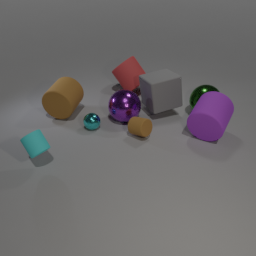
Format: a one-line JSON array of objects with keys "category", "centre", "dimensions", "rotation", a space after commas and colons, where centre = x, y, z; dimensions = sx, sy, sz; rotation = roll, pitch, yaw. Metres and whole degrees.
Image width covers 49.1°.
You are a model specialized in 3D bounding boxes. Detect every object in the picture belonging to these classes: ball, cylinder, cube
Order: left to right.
[{"category": "cylinder", "centre": [-2.981, 0.509, 9.032], "dimensions": [0.700, 0.700, 0.700], "rotation": [-31, 2, 1]}, {"category": "cylinder", "centre": [-2.834, -1.331, 12.304], "dimensions": [1.400, 1.400, 1.400], "rotation": [7, 37, 12]}, {"category": "ball", "centre": [-1.472, -0.272, 11.441], "dimensions": [0.700, 0.700, 0.700], "rotation": [0, 30, 0]}, {"category": "ball", "centre": [-0.142, -0.939, 11.909], "dimensions": [1.400, 1.400, 1.400], "rotation": [0, 30, 0]}, {"category": "cylinder", "centre": [0.117, -2.742, 14.467], "dimensions": [1.400, 1.400, 1.400], "rotation": [-35, 8, 5]}, {"category": "cylinder", "centre": [0.465, -0.054, 10.798], "dimensions": [0.700, 0.700, 0.700], "rotation": [13, 30, 42]}, {"category": "cube", "centre": [1.432, -1.644, 12.337], "dimensions": [1.400, 1.400, 1.400], "rotation": [-17, 30, -14]}, {"category": "ball", "centre": [3.419, -1.211, 12.350], "dimensions": [1.400, 1.400, 1.400], "rotation": [0, 30, 0]}, {"category": "cylinder", "centre": [3.152, -0.449, 10.702], "dimensions": [1.400, 1.400, 1.400], "rotation": [17, 49, 27]}]
